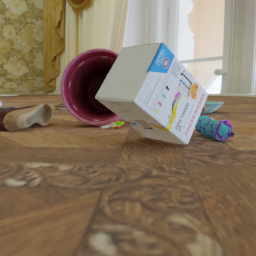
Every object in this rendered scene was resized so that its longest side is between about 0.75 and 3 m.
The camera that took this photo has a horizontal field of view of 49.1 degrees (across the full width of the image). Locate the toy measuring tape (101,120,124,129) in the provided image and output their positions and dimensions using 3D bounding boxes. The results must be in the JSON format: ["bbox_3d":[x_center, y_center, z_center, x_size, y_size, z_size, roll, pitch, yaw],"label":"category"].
[{"bbox_3d":[-0.490,-0.075,8.843,0.753,0.277,0.277,-14,10,-3],"label":"toy measuring tape"}]

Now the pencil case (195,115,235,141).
[{"bbox_3d":[2.224,-0.027,7.333,0.522,0.567,1.227,38,-1,-16],"label":"pencil case"}]

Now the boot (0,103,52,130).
[{"bbox_3d":[-3.691,-0.427,9.243,1.786,0.777,2.147,3,13,11],"label":"boot"}]

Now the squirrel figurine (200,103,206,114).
[{"bbox_3d":[2.329,-1.068,11.986,1.769,1.341,1.895,4,10,-19],"label":"squirrel figurine"}]

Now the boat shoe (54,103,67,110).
[{"bbox_3d":[-3.360,-1.319,15.754,1.535,0.551,0.581,-2,9,-11],"label":"boat shoe"}]

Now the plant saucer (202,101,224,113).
[{"bbox_3d":[3.383,-1.069,14.212,2.818,0.542,2.818,0,8,0],"label":"plant saucer"}]

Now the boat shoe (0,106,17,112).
[{"bbox_3d":[-5.327,-0.630,11.401,1.647,0.624,0.591,5,1,-36],"label":"boat shoe"}]

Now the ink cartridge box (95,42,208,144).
[{"bbox_3d":[0.603,-0.732,6.469,1.955,1.439,1.414,36,-15,-37],"label":"ink cartridge box"}]

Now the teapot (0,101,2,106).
[{"bbox_3d":[-6.041,-0.859,12.105,1.089,1.075,0.795,-20,38,22],"label":"teapot"}]

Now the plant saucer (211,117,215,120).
[{"bbox_3d":[2.687,-0.331,10.601,1.169,0.189,1.169,1,8,0],"label":"plant saucer"}]

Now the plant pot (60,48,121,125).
[{"bbox_3d":[-0.907,-1.362,10.076,2.508,2.508,2.245,0,2,3],"label":"plant pot"}]
